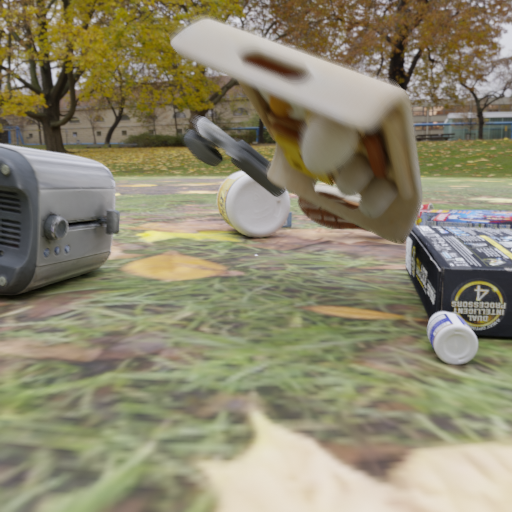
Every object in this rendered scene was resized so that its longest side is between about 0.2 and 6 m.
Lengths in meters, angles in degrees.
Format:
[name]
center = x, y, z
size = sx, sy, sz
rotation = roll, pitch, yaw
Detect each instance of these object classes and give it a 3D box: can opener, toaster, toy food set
[can opener]
center = -0.291, -1.375, 8.170
size = 1.666, 0.557, 0.444
rotation = 35, 35, -31
[toaster]
center = -3.453, -0.598, 7.536
size = 3.217, 1.828, 2.078
rotation = 8, 8, 23
[toy food set]
center = 0.560, -1.130, 6.027
size = 2.130, 0.897, 2.968
rotation = 29, -7, 25

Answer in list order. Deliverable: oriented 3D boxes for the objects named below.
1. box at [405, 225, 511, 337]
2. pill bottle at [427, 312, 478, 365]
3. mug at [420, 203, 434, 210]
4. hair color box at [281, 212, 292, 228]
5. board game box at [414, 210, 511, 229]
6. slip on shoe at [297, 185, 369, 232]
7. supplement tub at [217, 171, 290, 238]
[box]
center = 3.042, 0.173, 6.293
size = 2.419, 0.737, 3.001
rotation = 0, 10, 9
[pill bottle]
center = 1.611, 0.660, 4.670
size = 0.335, 0.335, 0.560
rotation = 1, 10, 8
[mug]
center = 3.490, -0.777, 12.625
size = 0.933, 0.828, 0.622
rotation = 1, 45, 31
[hair color box]
center = 0.241, -0.910, 13.456
size = 0.620, 0.379, 1.252
rotation = -7, 12, -33
[board game box]
center = 3.666, -0.391, 9.636
size = 2.209, 0.682, 2.211
rotation = 4, 11, 27
[slip on shoe]
center = 1.968, -1.001, 11.446
size = 2.220, 0.844, 0.673
rotation = 10, 32, 11
[supplement tub]
center = -0.123, -1.143, 11.999
size = 1.333, 1.333, 1.846
rotation = -2, 10, -13
